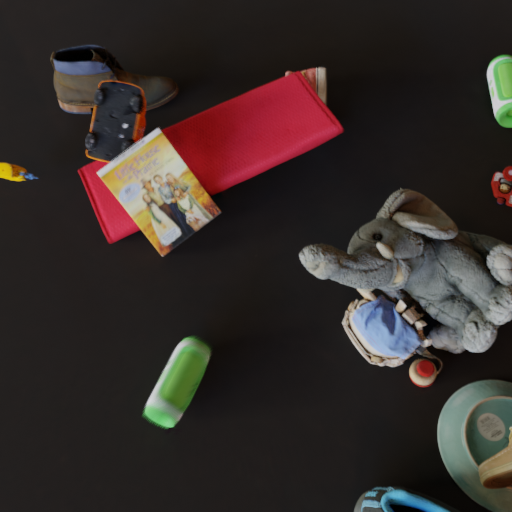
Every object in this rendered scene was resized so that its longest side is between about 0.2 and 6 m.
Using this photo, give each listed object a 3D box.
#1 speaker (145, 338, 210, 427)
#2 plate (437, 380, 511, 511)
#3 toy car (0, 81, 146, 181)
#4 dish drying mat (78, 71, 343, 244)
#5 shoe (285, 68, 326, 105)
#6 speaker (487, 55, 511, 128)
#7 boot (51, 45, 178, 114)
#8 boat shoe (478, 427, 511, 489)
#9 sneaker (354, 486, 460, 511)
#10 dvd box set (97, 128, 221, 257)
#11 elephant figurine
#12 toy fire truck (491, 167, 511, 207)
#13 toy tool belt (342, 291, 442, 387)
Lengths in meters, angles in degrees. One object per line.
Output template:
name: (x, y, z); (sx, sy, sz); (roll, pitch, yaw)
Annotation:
speaker: (-1.134, 1.839, 8.224); (0.549, 0.549, 1.241); (19, 56, 12)
plate: (3.563, 2.645, 7.915); (1.923, 0.246, 1.923); (0, 58, 0)
toy car: (-3.319, -2.194, 10.099); (3.000, 0.998, 1.471); (-6, 90, 7)
dish drying mat: (-0.860, -1.896, 10.360); (4.650, 0.423, 1.786); (-26, 61, -7)
shoe: (0.967, -3.048, 11.352); (0.885, 0.695, 1.945); (-1, 57, 9)
speaker: (5.189, -3.406, 11.546); (0.694, 0.694, 1.570); (5, 57, 3)
boot: (-2.875, -3.594, 11.334); (2.500, 1.212, 0.934); (-8, 58, -5)
boat shoe: (3.733, 2.479, 7.545); (1.979, 0.714, 0.643); (-21, 50, -14)
sneaker: (2.567, 3.794, 6.588); (3.015, 1.235, 1.104); (27, 61, 15)
dvd box set: (-1.627, -1.072, 9.523); (1.302, 0.262, 1.780); (-37, 102, -5)
elephant figurine: (2.343, 0.011, 8.477); (2.966, 2.301, 2.098); (26, 82, 7)
toy fire truck: (4.745, -1.223, 10.321); (0.796, 0.446, 0.668); (18, 77, 12)
toy tool belt: (2.077, 1.189, 8.384); (1.031, 1.014, 1.651); (-38, 65, -22)
